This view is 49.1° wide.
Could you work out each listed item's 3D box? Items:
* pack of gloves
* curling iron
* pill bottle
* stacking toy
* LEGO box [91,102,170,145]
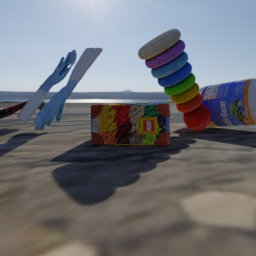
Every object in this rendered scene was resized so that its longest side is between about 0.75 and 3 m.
[{"bbox_3d":[-2.057,-1.170,8.683,0.581,2.946,2.475,40,-11,-34],"label":"pack of gloves"},{"bbox_3d":[-3.824,-0.518,9.078,2.533,0.324,0.628,-24,34,-35],"label":"curling iron"},{"bbox_3d":[2.901,-0.706,8.650,2.390,1.339,1.339,-5,1,44],"label":"pill bottle"},{"bbox_3d":[1.450,-1.140,7.594,1.214,2.844,1.214,-29,18,11],"label":"stacking toy"},{"bbox_3d":[0.184,-0.179,6.583,1.606,0.832,2.156,0,6,8],"label":"LEGO box"}]
